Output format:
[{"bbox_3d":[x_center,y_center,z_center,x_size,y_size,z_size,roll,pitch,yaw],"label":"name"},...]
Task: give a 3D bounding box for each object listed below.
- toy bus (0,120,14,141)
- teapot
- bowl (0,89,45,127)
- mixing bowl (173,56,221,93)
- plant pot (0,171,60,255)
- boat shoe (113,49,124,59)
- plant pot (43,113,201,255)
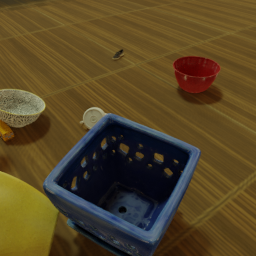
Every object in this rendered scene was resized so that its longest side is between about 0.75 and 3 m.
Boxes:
[{"bbox_3d":[-4.729,0.062,10.590,0.373,0.449,1.147,-29,47,-31],"label":"toy bus"},{"bbox_3d":[-1.283,-0.359,10.941,0.956,0.943,0.698,30,7,3],"label":"teapot"},{"bbox_3d":[-4.313,-0.640,10.879,2.004,0.940,2.004,16,27,-9],"label":"bowl"},{"bbox_3d":[3.104,-2.389,13.078,2.144,1.161,2.144,1,39,0],"label":"mixing bowl"},{"bbox_3d":[-2.587,2.337,6.474,1.739,2.450,2.450,13,38,-8],"label":"plant pot"},{"bbox_3d":[-0.565,-4.223,16.029,0.360,0.324,1.000,22,44,25],"label":"boat shoe"},{"bbox_3d":[-0.060,1.608,6.887,2.667,2.398,2.667,23,50,18],"label":"plant pot"}]
